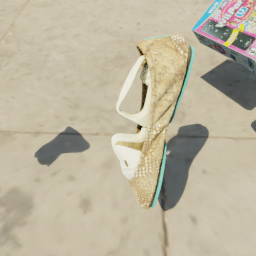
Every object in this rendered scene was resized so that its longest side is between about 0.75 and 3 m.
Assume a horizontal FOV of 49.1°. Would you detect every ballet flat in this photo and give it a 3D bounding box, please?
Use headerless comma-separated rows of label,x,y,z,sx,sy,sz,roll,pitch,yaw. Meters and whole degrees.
ballet flat,0.212,-0.025,4.129,0.867,2.657,0.937,8,14,-10

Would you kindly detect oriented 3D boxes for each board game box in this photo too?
board game box,2.538,-2.234,6.113,1.377,0.600,1.867,-51,47,8

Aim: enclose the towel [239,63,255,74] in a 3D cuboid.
towel,3.247,-2.101,7.621,0.940,0.152,1.279,-41,67,-15
